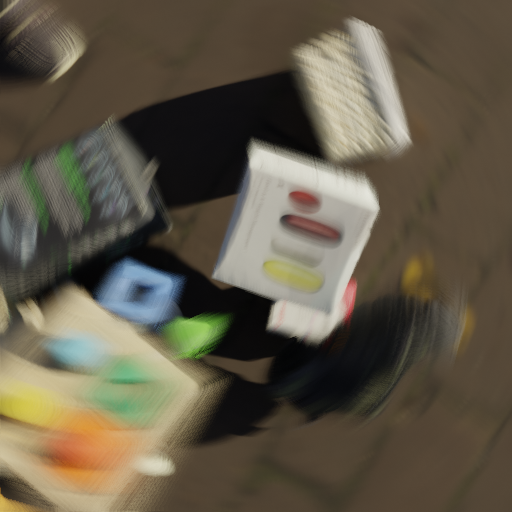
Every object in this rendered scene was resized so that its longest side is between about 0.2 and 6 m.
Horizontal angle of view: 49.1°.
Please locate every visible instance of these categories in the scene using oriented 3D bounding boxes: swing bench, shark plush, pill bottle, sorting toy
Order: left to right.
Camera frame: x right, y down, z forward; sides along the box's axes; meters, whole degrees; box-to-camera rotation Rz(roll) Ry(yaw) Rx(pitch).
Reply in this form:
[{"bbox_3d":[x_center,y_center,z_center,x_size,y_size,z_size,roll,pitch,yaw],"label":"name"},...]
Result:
[{"bbox_3d":[-3.659,1.237,7.364,1.489,1.481,0.966,5,106,40],"label":"swing bench"},{"bbox_3d":[-3.195,0.877,9.034,0.840,0.480,0.480,-43,88,0],"label":"pill bottle"},{"bbox_3d":[-2.020,1.640,6.405,2.135,0.516,3.791,34,60,8],"label":"sorting toy"},{"bbox_3d":[-2.295,1.411,8.476,2.464,1.026,1.119,-46,49,-13],"label":"shark plush"}]

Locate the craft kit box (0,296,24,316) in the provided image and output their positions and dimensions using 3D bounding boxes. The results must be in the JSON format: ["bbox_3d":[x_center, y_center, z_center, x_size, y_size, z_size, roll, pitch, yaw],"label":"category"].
[{"bbox_3d":[-4.490,1.434,8.824,2.024,0.497,2.049,-38,88,15],"label":"craft kit box"}]

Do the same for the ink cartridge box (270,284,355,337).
[{"bbox_3d":[0.899,0.833,9.022,1.245,0.533,0.919,10,84,2],"label":"ink cartridge box"}]

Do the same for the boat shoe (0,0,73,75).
[{"bbox_3d":[-3.908,-3.845,9.104,0.778,0.701,2.163,-43,88,-1],"label":"boat shoe"}]

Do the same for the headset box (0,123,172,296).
[{"bbox_3d":[-2.718,-0.558,8.093,2.842,2.474,1.318,-24,88,-1],"label":"headset box"}]

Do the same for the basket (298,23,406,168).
[{"bbox_3d":[1.438,-2.419,8.808,1.143,1.256,1.852,-17,88,3],"label":"basket"}]

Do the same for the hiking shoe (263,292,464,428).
[{"bbox_3d":[1.678,1.599,8.251,3.020,1.143,1.520,-25,120,25],"label":"hiking shoe"}]

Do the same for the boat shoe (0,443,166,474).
[{"bbox_3d":[-2.901,2.650,8.657,3.086,1.153,1.023,8,87,-1],"label":"boat shoe"}]

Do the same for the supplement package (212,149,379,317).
[{"bbox_3d":[0.521,-0.359,7.913,1.772,1.303,1.695,18,109,-3],"label":"supplement package"}]
